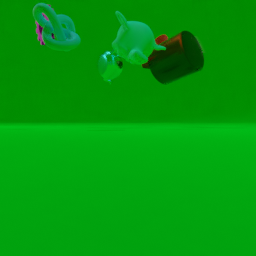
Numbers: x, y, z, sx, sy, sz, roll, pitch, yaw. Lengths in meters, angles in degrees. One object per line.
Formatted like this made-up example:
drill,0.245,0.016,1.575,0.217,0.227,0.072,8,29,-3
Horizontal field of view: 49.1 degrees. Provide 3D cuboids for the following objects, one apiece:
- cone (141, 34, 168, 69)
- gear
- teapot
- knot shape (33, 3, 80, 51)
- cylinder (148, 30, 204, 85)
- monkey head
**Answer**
cone,1.642,-2.617,11.199,1.576,1.571,1.571,41,15,17
gear,-2.879,-3.582,9.774,0.247,1.337,1.337,-8,6,-35
teapot,-0.537,-1.979,9.068,0.720,0.915,1.471,-7,-39,-33
knot shape,-1.516,-2.104,6.197,0.575,1.164,1.244,-38,-35,17
cylinder,1.601,-2.321,9.387,1.377,1.377,1.377,-18,-12,42
monkey head,0.276,-2.224,7.328,1.744,1.051,1.254,27,8,-30
